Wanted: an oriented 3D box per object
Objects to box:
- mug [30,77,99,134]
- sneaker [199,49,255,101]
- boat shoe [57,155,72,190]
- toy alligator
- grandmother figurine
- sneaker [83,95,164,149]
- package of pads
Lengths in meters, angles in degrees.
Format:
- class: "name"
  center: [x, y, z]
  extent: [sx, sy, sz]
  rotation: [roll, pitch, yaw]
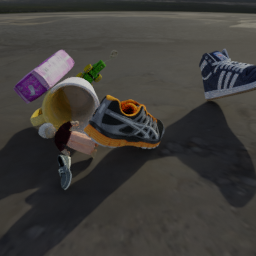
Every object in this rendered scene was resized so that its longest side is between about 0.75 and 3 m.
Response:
- class: "mug"
  center: [-1.699, -0.776, 7.906]
  extent: [1.857, 1.488, 1.525]
  rotation: [8, 24, -9]
- class: "sneaker"
  center: [3.266, -1.815, 8.630]
  extent: [1.007, 1.558, 2.872]
  rotation: [-16, 3, -25]
- class: "boat shoe"
  center: [-1.345, 0.896, 5.775]
  extent: [0.251, 0.296, 0.814]
  rotation: [30, 33, -35]
- class: "toy alligator"
  center: [-1.286, -2.147, 10.526]
  extent: [2.241, 0.665, 0.608]
  rotation: [-42, 32, 5]
- class: "grandmother figurine"
  center: [-1.370, 0.217, 6.531]
  extent: [1.399, 0.424, 0.848]
  rotation: [18, 67, -10]
- class: "sneaker"
  center: [0.163, -0.146, 6.599]
  extent: [1.021, 1.007, 2.608]
  rotation: [31, 18, 31]
- class: "package of pads"
  center: [-2.259, -1.461, 7.715]
  extent: [1.022, 0.642, 1.695]
  rotation: [-28, 23, 30]
